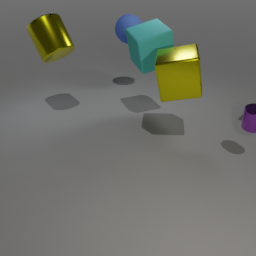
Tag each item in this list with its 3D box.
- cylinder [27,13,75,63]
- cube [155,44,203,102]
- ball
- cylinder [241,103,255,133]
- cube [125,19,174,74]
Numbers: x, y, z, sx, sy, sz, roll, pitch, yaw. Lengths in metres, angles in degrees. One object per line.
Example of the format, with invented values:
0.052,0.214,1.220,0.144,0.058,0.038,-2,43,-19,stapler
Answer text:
-3.003,-3.493,10.983,1.400,1.400,1.400,-26,5,2,cylinder
1.740,-1.886,9.561,1.400,1.400,1.400,-5,33,13,cube
0.055,-4.895,13.876,1.400,1.400,1.400,0,29,0,ball
4.009,-0.312,8.889,0.700,0.700,0.700,-3,36,2,cylinder
0.869,-3.219,11.015,1.400,1.400,1.400,-21,43,-8,cube
